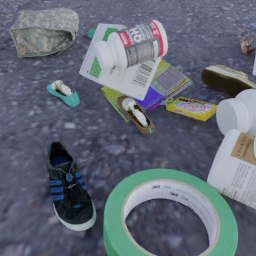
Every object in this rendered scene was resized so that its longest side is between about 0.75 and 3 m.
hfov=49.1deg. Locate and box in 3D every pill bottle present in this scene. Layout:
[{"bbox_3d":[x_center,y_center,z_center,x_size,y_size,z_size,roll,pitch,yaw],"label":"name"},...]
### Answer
[{"bbox_3d":[3.681,1.310,6.930,2.995,1.713,1.713,23,47,23],"label":"pill bottle"},{"bbox_3d":[4.439,-0.519,8.996,2.900,1.628,1.628,-10,44,-11],"label":"pill bottle"},{"bbox_3d":[0.062,-2.211,7.679,1.842,1.019,1.019,-21,46,-11],"label":"pill bottle"}]

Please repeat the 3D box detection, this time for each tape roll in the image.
[{"bbox_3d":[0.924,2.219,6.461,2.968,0.713,2.968,2,37,-2],"label":"tape roll"}]

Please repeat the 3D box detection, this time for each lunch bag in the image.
[{"bbox_3d":[-3.752,-4.608,13.402,2.885,1.696,2.366,-5,43,2],"label":"lunch bag"}]

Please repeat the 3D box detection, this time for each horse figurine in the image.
[{"bbox_3d":[5.686,-4.017,13.443,0.377,1.001,1.510,-6,54,1],"label":"horse figurine"}]

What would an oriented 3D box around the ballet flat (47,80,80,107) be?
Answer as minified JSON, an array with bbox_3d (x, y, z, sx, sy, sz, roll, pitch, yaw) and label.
[{"bbox_3d":[-2.508,-1.474,10.748,0.626,0.655,1.860,-34,52,-31],"label":"ballet flat"}]

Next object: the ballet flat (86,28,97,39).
[{"bbox_3d":[-1.114,-4.978,14.665,2.086,0.707,0.755,-3,23,3],"label":"ballet flat"}]

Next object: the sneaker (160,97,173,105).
[{"bbox_3d":[1.353,-1.303,10.696,0.828,0.505,1.269,8,53,11],"label":"sneaker"}]

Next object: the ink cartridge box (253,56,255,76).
[{"bbox_3d":[6.216,-3.493,12.128,0.983,1.741,2.376,16,45,16],"label":"ink cartridge box"}]

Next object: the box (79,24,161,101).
[{"bbox_3d":[-0.229,-2.182,9.260,1.877,1.868,1.608,18,9,-36],"label":"box"}]

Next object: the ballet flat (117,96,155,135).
[{"bbox_3d":[0.231,-0.531,9.336,0.609,0.650,1.796,-35,71,-6],"label":"ballet flat"}]

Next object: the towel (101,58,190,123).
[{"bbox_3d":[0.623,-1.575,10.451,2.827,0.322,2.030,-32,57,-12],"label":"towel"}]

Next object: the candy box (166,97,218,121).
[{"bbox_3d":[2.266,-0.709,9.926,0.862,0.223,1.686,-35,37,-29],"label":"candy box"}]

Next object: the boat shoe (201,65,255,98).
[{"bbox_3d":[4.150,-1.794,10.831,0.910,1.014,2.740,-32,51,-23],"label":"boat shoe"}]

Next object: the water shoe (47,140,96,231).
[{"bbox_3d":[-1.644,1.421,7.307,0.946,1.044,2.647,-20,46,-20],"label":"water shoe"}]
